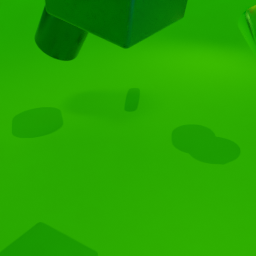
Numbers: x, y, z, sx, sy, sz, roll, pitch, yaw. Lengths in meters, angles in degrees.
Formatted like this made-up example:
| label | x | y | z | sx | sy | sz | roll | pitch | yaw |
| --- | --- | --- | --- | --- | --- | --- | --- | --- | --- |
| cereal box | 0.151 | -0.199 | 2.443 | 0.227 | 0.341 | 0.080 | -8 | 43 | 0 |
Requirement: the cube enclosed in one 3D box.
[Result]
| label | x | y | z | sx | sy | sz | roll | pitch | yaw |
| --- | --- | --- | --- | --- | --- | --- | --- | --- | --- |
| cube | -0.070 | -1.762 | 2.941 | 1.199 | 1.199 | 1.199 | 31 | 48 | 23 |

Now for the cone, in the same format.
| label | x | y | z | sx | sy | sz | roll | pitch | yaw |
| --- | --- | --- | --- | --- | --- | --- | --- | --- | --- |
| cone | 2.792 | -1.686 | 5.683 | 1.142 | 1.142 | 1.146 | 8 | 73 | 13 |

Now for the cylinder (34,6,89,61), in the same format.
| label | x | y | z | sx | sy | sz | roll | pitch | yaw |
| --- | --- | --- | --- | --- | --- | --- | --- | --- | --- |
| cylinder | -1.603 | -2.521 | 7.037 | 1.185 | 1.185 | 1.185 | 20 | 44 | -21 |
